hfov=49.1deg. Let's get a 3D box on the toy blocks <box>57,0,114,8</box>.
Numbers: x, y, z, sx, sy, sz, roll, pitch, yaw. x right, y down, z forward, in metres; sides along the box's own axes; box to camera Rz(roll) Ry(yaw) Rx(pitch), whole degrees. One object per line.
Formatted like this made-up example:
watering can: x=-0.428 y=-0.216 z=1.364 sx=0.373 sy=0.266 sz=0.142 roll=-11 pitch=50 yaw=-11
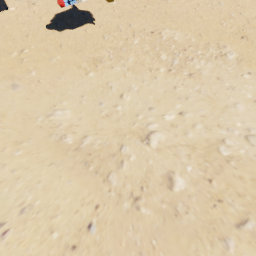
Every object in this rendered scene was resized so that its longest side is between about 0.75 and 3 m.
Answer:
toy blocks: x=-0.990 y=-4.021 z=7.892 sx=1.689 sy=1.234 sz=2.470 roll=-35 pitch=31 yaw=-29
